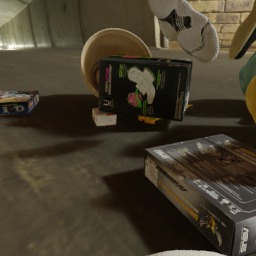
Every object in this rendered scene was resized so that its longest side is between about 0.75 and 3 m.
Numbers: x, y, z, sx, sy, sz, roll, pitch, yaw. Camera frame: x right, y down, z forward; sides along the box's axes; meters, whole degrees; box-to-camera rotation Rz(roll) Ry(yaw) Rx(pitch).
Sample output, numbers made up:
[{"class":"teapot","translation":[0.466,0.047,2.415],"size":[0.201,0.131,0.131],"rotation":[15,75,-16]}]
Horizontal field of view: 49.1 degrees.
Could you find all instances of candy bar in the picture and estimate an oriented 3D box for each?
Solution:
[{"class":"candy bar","translation":[1.377,-0.630,9.970],"size":[0.674,0.300,2.704],"rotation":[18,26,36]}]

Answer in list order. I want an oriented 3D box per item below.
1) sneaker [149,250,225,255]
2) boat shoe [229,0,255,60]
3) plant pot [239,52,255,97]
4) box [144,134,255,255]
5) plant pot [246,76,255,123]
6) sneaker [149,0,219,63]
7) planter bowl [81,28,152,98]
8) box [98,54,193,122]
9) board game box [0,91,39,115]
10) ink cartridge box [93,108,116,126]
[{"class":"sneaker","translation":[-0.069,1.867,2.360],"size":[2.646,0.996,1.171],"rotation":[-7,34,-7]},{"class":"boat shoe","translation":[2.979,-2.366,6.408],"size":[0.613,1.955,0.715],"rotation":[12,44,-10]},{"class":"plant pot","translation":[5.538,-1.946,10.837],"size":[2.732,2.732,1.831],"rotation":[-16,-2,-38]},{"class":"box","translation":[1.756,0.944,5.042],"size":[2.067,0.631,2.610],"rotation":[-8,21,-22]},{"class":"plant pot","translation":[4.414,-0.814,7.385],"size":[2.685,2.685,2.526],"rotation":[2,6,4]},{"class":"sneaker","translation":[1.923,-3.252,9.312],"size":[2.974,1.117,1.709],"rotation":[52,12,12]},{"class":"planter bowl","translation":[-0.637,-2.352,11.701],"size":[2.901,2.901,1.953],"rotation":[-6,-5,-17]},{"class":"box","translation":[0.616,-1.420,9.193],"size":[2.715,1.687,2.016],"rotation":[9,21,13]},{"class":"board game box","translation":[-5.004,-0.962,10.617],"size":[2.838,0.491,1.923],"rotation":[-2,20,-5]},{"class":"ink cartridge box","translation":[-0.779,-0.381,9.155],"size":[0.653,0.379,0.885],"rotation":[-3,19,-13]}]
